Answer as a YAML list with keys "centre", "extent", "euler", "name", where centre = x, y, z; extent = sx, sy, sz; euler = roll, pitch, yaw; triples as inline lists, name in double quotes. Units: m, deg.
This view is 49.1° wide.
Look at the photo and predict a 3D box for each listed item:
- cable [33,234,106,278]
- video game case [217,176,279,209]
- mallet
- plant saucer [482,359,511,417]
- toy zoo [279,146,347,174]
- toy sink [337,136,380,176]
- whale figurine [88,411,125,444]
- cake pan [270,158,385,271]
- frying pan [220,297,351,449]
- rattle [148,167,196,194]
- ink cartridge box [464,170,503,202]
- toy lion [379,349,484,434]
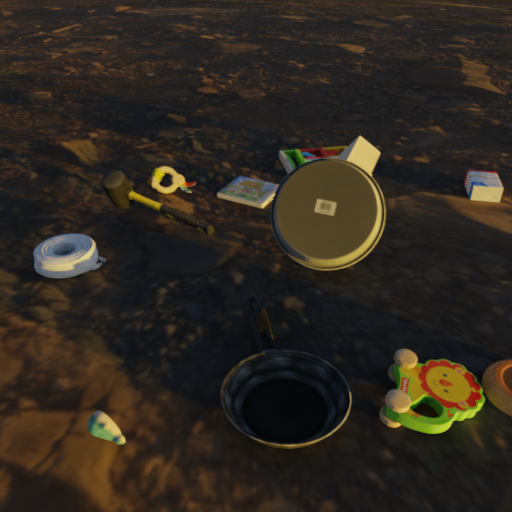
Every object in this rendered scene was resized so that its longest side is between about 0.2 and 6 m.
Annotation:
- centre: [-3.582, -0.005, 10.533]
  extent: [1.151, 0.399, 1.151]
  euler: [28, 42, 36]
  name: "cable"
- centre: [-0.135, -1.513, 13.118]
  extent: [1.198, 0.132, 1.091]
  euler: [16, 36, 23]
  name: "video game case"
- centre: [-2.007, -1.052, 11.194]
  extent: [2.570, 0.846, 0.529]
  euler: [21, 66, 26]
  name: "mallet"
- centre: [3.796, 1.840, 7.854]
  extent: [1.162, 0.217, 1.162]
  euler: [0, 32, 0]
  name: "plant saucer"
- centre: [1.806, -2.434, 14.459]
  extent: [2.201, 0.225, 1.444]
  euler: [-6, 33, -9]
  name: "toy zoo"
- centre: [2.210, -1.972, 12.814]
  extent: [0.698, 0.812, 1.246]
  euler: [37, 51, -8]
  name: "toy sink"
- centre: [-1.888, 2.201, 7.028]
  extent: [0.531, 0.423, 0.276]
  euler: [41, 70, 11]
  name: "whale figurine"
- centre: [1.300, -0.823, 10.384]
  extent: [2.157, 2.157, 0.396]
  euler: [7, -6, 11]
  name: "cake pan"
- centre: [0.070, 1.671, 7.903]
  extent: [1.725, 0.464, 2.852]
  euler: [-20, 36, -29]
  name: "frying pan"
- centre: [-2.031, -1.700, 13.396]
  extent: [1.023, 0.731, 0.666]
  euler: [6, 63, -19]
  name: "rattle"
- centre: [5.312, -1.695, 13.161]
  extent: [0.670, 0.388, 1.153]
  euler: [5, 33, 8]
  name: "ink cartridge box"
- centre: [2.437, 1.888, 7.663]
  extent: [1.281, 0.459, 1.337]
  euler: [18, 36, 12]
  name: "toy lion"
